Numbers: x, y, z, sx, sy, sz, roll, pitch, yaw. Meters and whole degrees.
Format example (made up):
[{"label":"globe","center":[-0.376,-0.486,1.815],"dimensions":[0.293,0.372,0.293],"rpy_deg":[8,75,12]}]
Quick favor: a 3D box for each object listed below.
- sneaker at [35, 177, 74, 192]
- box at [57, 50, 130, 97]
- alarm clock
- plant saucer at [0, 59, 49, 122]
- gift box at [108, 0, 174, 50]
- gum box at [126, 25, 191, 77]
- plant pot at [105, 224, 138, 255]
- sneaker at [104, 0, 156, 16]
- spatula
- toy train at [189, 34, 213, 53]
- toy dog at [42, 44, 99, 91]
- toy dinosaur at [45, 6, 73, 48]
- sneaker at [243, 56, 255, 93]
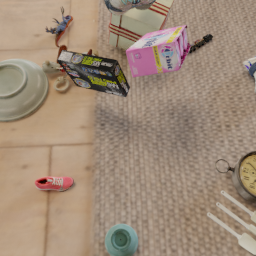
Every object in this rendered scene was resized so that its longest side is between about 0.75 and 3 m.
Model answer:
[{"label":"sneaker","center":[-2.482,1.850,9.361],"dimensions":[1.297,0.563,0.478],"rpy_deg":[-5,64,-3]},{"label":"box","center":[-1.063,-1.728,9.039],"dimensions":[1.988,1.593,0.440],"rpy_deg":[16,72,20]},{"label":"alarm clock","center":[4.121,1.577,9.352],"dimensions":[2.487,0.828,1.678],"rpy_deg":[18,66,6]},{"label":"plant saucer","center":[-4.685,-1.713,11.015],"dimensions":[2.964,0.744,2.964],"rpy_deg":[0,63,0]},{"label":"gift box","center":[0.428,-4.591,11.689],"dimensions":[2.272,2.245,2.433],"rpy_deg":[23,62,1]},{"label":"gum box","center":[0.990,-2.316,8.203],"dimensions":[1.330,0.775,2.343],"rpy_deg":[-5,28,23]},{"label":"plant pot","center":[-0.206,3.422,8.514],"dimensions":[1.053,0.705,1.053],"rpy_deg":[0,65,0]},{"label":"sneaker","center":[0.176,-4.422,9.341],"dimensions":[2.148,0.927,0.834],"rpy_deg":[-28,99,-33]},{"label":"spatula","center":[3.574,2.985,9.043],"dimensions":[1.841,0.148,1.280],"rpy_deg":[36,70,16]},{"label":"toy train","center":[3.105,-3.727,12.269],"dimensions":[1.499,0.256,0.343],"rpy_deg":[-34,65,-16]},{"label":"toy dog","center":[-2.208,-2.659,11.205],"dimensions":[2.397,1.154,1.581],"rpy_deg":[-25,67,-14]},{"label":"toy dinosaur","center":[-2.997,-4.566,12.646],"dimensions":[1.438,1.585,0.832],"rpy_deg":[-32,26,-36]},{"label":"sneaker","center":[5.162,-2.017,11.157],"dimensions":[1.587,0.873,2.167],"rpy_deg":[34,71,23]}]
